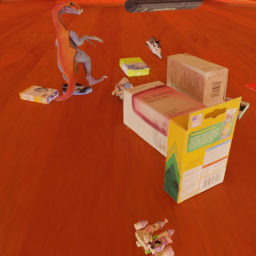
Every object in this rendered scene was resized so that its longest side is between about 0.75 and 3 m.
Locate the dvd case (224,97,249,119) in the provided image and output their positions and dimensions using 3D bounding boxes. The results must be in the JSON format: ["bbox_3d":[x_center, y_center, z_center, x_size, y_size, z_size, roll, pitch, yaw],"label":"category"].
[{"bbox_3d":[3.890,-0.937,11.523,1.788,0.197,1.305,20,37,31],"label":"dvd case"}]

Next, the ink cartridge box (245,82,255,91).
[{"bbox_3d":[7.113,-1.915,12.678,2.111,0.623,2.638,-19,38,-27],"label":"ink cartridge box"}]

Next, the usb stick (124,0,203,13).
[{"bbox_3d":[1.310,-4.371,9.794,2.979,0.486,0.826,-15,19,-26],"label":"usb stick"}]

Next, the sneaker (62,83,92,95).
[{"bbox_3d":[-2.302,-1.821,12.622,1.331,0.519,0.467,-5,32,-7],"label":"sneaker"}]

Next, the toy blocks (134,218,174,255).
[{"bbox_3d":[0.653,2.271,5.742,0.771,0.916,0.856,-19,36,-17],"label":"toy blocks"}]

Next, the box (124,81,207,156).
[{"bbox_3d":[1.175,-0.434,9.580,1.635,1.394,2.558,-19,37,-27],"label":"box"}]

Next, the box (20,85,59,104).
[{"bbox_3d":[-3.806,-1.458,12.262,1.548,0.321,0.922,14,35,16],"label":"box"}]

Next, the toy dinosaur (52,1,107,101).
[{"bbox_3d":[-1.663,-2.528,8.482,1.545,2.671,2.943,-21,14,12],"label":"toy dinosaur"}]

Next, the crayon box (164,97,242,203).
[{"bbox_3d":[1.799,0.461,7.022,1.642,2.612,0.674,-17,36,-26],"label":"crayon box"}]

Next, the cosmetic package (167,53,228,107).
[{"bbox_3d":[2.811,-2.099,11.904,1.045,1.547,2.941,-13,31,-18],"label":"cosmetic package"}]

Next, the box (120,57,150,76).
[{"bbox_3d":[0.339,-3.266,14.976,1.160,0.453,1.903,-8,33,-13],"label":"box"}]

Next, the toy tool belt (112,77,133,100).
[{"bbox_3d":[-0.155,-1.489,11.964,0.907,0.922,1.477,-36,33,2],"label":"toy tool belt"}]

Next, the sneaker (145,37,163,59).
[{"bbox_3d":[1.251,-3.445,12.011,0.541,1.196,0.397,-49,43,5],"label":"sneaker"}]
